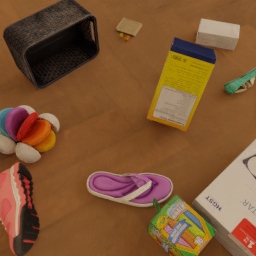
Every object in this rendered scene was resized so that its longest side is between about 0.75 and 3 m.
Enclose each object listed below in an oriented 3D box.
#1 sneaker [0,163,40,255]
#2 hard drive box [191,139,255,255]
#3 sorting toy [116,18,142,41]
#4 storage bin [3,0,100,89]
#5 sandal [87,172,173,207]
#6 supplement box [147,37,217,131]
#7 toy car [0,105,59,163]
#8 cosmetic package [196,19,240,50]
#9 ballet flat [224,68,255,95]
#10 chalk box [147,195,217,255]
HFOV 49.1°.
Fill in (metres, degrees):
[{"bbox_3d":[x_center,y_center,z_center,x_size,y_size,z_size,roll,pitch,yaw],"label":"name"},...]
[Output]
[{"bbox_3d":[-3.201,2.278,7.718,1.125,0.956,2.594,-21,55,2],"label":"sneaker"},{"bbox_3d":[3.518,1.981,7.624,2.920,1.121,2.276,-38,64,-21],"label":"hard drive box"},{"bbox_3d":[-0.030,-4.247,12.140,0.931,0.167,1.250,24,61,9],"label":"sorting toy"},{"bbox_3d":[-2.673,-3.106,10.302,2.987,2.020,1.401,-36,65,-20],"label":"storage bin"},{"bbox_3d":[0.045,1.697,8.096,2.535,0.623,1.032,1,58,1],"label":"sandal"},{"bbox_3d":[1.604,-1.348,8.644,1.305,2.398,1.313,19,29,3],"label":"supplement box"},{"bbox_3d":[-3.226,0.000,8.680,1.937,1.453,1.695,19,60,12],"label":"toy car"},{"bbox_3d":[3.705,-3.882,11.608,1.625,0.659,0.917,14,59,10],"label":"cosmetic package"},{"bbox_3d":[4.264,-1.675,10.360,1.612,0.543,0.567,-29,86,-17],"label":"ballet flat"},{"bbox_3d":[1.209,2.557,7.309,1.706,1.065,1.058,39,65,23],"label":"chalk box"}]
